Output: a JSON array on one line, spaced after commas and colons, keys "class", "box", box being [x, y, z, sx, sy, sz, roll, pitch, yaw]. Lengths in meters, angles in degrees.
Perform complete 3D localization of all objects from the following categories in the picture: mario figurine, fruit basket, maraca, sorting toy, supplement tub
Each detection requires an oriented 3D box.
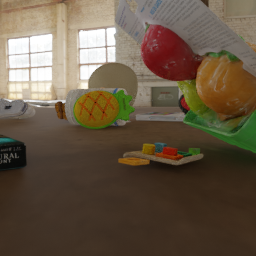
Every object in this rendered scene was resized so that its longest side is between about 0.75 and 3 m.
[{"class": "mario figurine", "box": [-1.373, -1.043, 10.347, 2.534, 1.343, 1.564, -14, 49, -38]}, {"class": "fruit basket", "box": [0.981, -0.827, 3.488, 2.643, 1.239, 2.448, 45, 0, -8]}, {"class": "maraca", "box": [-0.644, -0.526, 7.434, 1.615, 1.108, 0.864, -10, -18, -4]}, {"class": "sorting toy", "box": [0.406, 0.271, 3.151, 0.716, 0.173, 1.272, 3, 2, 33]}, {"class": "supplement tub", "box": [-0.901, -0.643, 8.514, 1.714, 1.131, 1.131, 3, 6, 13]}]

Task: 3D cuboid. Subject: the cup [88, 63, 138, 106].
[{"class": "cup", "box": [-0.624, -1.554, 13.224, 2.489, 2.489, 1.780, -1, 42, -10]}]

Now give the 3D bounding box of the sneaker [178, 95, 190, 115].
[{"class": "sneaker", "box": [2.965, -0.494, 8.556, 2.870, 1.138, 1.371, 9, -3, 9]}]

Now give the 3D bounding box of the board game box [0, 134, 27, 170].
[{"class": "board game box", "box": [-2.260, 0.289, 2.899, 1.995, 0.281, 1.350, -4, 7, -36]}]

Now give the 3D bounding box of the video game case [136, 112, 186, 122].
[{"class": "video game case", "box": [1.728, -0.466, 11.403, 2.144, 0.270, 2.353, 2, 7, 23]}]

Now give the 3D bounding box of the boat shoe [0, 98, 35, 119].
[{"class": "boat shoe", "box": [-5.061, -0.766, 12.337, 2.577, 0.914, 0.900, -1, -23, 35]}]
